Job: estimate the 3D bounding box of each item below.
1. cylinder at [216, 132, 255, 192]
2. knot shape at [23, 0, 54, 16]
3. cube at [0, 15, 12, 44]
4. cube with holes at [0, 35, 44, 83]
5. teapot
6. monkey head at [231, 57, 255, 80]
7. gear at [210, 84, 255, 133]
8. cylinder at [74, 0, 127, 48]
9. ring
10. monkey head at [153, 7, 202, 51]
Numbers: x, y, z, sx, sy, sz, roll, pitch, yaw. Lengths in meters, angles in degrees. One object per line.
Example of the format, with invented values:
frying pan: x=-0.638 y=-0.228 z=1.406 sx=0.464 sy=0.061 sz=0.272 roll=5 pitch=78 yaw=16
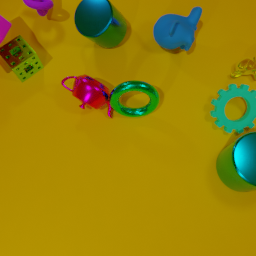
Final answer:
cylinder: x=3.031 y=0.889 z=6.992 sx=1.309 sy=1.309 sz=1.309 roll=0 pitch=73 yaw=0
knot shape: x=-2.702 y=-3.876 z=8.354 sx=0.612 sy=1.240 sz=1.325 roll=-37 pitch=84 yaw=10
cube: x=-4.000 y=-2.536 z=7.391 sx=1.161 sy=1.161 sz=1.161 roll=-40 pitch=34 yaw=21
cube with holes: x=-3.118 y=-2.007 z=8.171 sx=0.800 sy=0.800 sz=0.800 roll=-39 pitch=77 yaw=-12
teapot: x=-1.018 y=-0.886 z=7.723 sx=1.755 sy=1.091 sz=0.859 roll=30 pitch=90 yaw=-19
monkey head: x=3.527 y=-1.714 z=8.199 sx=1.008 sy=0.607 sz=0.725 roll=-35 pitch=99 yaw=-23
gear: x=2.955 y=-0.528 z=7.662 sx=1.337 sy=0.247 sz=1.337 roll=0 pitch=103 yaw=1
cylinder: x=-0.764 y=-3.038 z=8.104 sx=1.173 sy=1.173 sz=1.173 roll=0 pitch=91 yaw=19
ring: x=0.172 y=-0.752 z=7.519 sx=1.357 sy=1.357 sz=0.271 roll=1 pitch=54 yaw=0
monkey head: x=1.380 y=-2.911 z=7.956 sx=1.161 sy=1.927 sz=1.387 roll=19 pitch=108 yaw=-15
